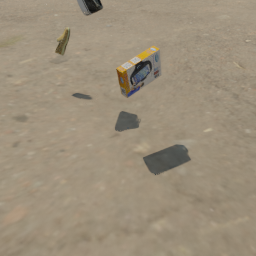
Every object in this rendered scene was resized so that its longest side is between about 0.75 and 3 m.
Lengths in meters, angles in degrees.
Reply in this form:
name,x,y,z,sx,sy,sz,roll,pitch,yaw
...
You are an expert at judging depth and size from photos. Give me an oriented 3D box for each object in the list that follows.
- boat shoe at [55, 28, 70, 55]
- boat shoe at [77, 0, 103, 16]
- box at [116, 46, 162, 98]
name,x,y,z,sx,sy,sz,roll,pitch,yaw
boat shoe,-2.274,-2.992,9.626,0.382,1.004,0.360,11,31,-24
boat shoe,-1.322,-4.252,7.880,0.693,2.030,0.749,-12,28,21
box,0.363,-1.418,6.910,1.357,0.808,0.281,-34,52,-18
